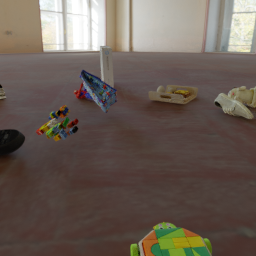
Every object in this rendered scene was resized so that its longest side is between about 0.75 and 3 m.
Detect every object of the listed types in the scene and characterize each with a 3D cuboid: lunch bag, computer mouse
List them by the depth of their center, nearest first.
[{"bbox_3d":[-4.065,0.532,7.106,2.880,0.490,0.844,-6,34,-3],"label":"computer mouse"},{"bbox_3d":[-1.190,-1.406,10.190,1.548,0.728,1.166,40,-10,7],"label":"lunch bag"}]

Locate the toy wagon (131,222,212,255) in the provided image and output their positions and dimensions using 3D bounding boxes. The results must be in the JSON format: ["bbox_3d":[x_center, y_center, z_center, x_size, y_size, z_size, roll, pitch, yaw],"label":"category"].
[{"bbox_3d":[0.597,1.687,3.778,1.108,0.283,1.428,-2,19,-6],"label":"toy wagon"}]

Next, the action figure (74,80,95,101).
[{"bbox_3d":[-1.753,-1.773,12.889,2.123,1.051,0.693,11,21,35],"label":"action figure"}]

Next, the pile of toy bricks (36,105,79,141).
[{"bbox_3d":[-1.839,0.002,7.181,0.697,0.784,1.412,-29,20,17],"label":"pile of toy bricks"}]

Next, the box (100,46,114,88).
[{"bbox_3d":[-1.238,-3.484,15.939,0.590,2.235,2.867,-3,18,-6],"label":"box"}]

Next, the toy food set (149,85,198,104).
[{"bbox_3d":[2.162,-1.693,13.062,1.632,0.687,2.275,10,21,28],"label":"toy food set"}]

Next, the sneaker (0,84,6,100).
[{"bbox_3d":[-6.357,-1.822,13.287,1.371,0.789,0.517,9,21,24],"label":"sneaker"}]

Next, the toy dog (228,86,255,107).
[{"bbox_3d":[4.946,-1.411,12.040,1.248,0.871,1.210,13,14,37],"label":"toy dog"}]

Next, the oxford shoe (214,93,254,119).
[{"bbox_3d":[3.946,-0.731,10.559,0.559,0.728,1.937,-43,33,2],"label":"oxford shoe"}]
